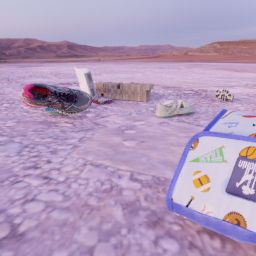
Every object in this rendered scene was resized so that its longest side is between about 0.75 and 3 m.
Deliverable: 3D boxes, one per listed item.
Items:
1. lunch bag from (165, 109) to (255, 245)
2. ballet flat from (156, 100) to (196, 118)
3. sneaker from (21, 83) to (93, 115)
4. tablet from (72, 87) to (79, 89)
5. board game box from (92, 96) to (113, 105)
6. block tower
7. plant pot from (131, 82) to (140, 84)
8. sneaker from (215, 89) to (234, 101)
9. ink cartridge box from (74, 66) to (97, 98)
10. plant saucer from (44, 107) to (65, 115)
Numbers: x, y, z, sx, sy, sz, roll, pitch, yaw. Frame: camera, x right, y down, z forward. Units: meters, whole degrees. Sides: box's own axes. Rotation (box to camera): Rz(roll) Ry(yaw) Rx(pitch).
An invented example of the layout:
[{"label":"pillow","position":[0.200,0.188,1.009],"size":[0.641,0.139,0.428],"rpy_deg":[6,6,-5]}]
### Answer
[{"label":"lunch bag","position":[1.934,0.708,4.103],"size":[2.002,1.458,2.355],"rpy_deg":[12,32,36]},{"label":"ballet flat","position":[1.861,-0.767,10.509],"size":[1.887,0.588,0.636],"rpy_deg":[-11,19,-33]},{"label":"sneaker","position":[-2.332,-0.967,9.371],"size":[2.360,0.952,0.881],"rpy_deg":[2,-8,-23]},{"label":"tablet","position":[-3.695,-1.854,14.147],"size":[1.689,0.177,2.596],"rpy_deg":[-9,8,-30]},{"label":"board game box","position":[-1.327,-1.293,13.007],"size":[0.735,0.198,1.225],"rpy_deg":[-17,22,-31]},{"label":"block tower","position":[-0.249,-1.804,13.675],"size":[2.911,0.842,0.786],"rpy_deg":[5,16,21]},{"label":"plant pot","position":[0.416,-1.961,14.292],"size":[0.788,0.788,0.780],"rpy_deg":[9,15,27]},{"label":"sneaker","position":[4.764,-1.621,13.515],"size":[0.598,0.578,1.434],"rpy_deg":[4,15,-7]},{"label":"ink cartridge box","position":[-1.903,-2.096,12.574],"size":[0.376,1.215,1.499],"rpy_deg":[-22,31,-15]},{"label":"plant saucer","position":[-2.673,-0.672,10.879],"size":[1.105,0.199,1.105],"rpy_deg":[0,16,0]}]
